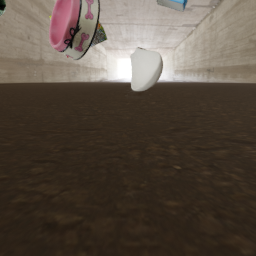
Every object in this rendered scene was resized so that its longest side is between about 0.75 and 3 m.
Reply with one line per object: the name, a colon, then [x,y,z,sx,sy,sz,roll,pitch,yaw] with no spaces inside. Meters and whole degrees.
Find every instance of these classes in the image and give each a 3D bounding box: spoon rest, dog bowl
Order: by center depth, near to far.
spoon rest: [0.285,-1.147,5.092,0.457,0.750,1.509,33,23,-19]
dog bowl: [-1.684,-3.171,8.366,0.786,2.130,2.130,7,6,-34]

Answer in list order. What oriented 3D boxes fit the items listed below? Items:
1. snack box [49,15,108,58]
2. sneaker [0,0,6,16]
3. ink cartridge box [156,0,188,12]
snack box: [-2.041,-4.045,11.250,1.743,0.649,2.451,-26,53,-1]
sneaker: [-2.825,-1.943,4.855,1.007,0.628,1.706,-21,30,28]
ink cartridge box: [1.301,-3.745,7.354,0.788,1.090,0.462,23,0,16]
